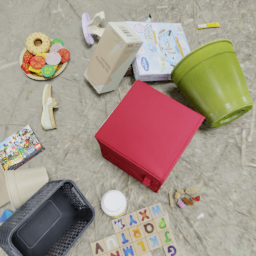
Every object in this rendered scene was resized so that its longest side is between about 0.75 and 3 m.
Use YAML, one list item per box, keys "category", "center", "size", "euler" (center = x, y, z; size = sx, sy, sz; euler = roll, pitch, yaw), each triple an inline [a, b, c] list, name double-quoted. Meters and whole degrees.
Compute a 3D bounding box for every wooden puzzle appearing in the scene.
- category: "wooden puzzle"
  center: [-4.987, 2.185, 10.024]
  size: [1.861, 0.323, 2.759]
  euler: [-27, 73, 3]

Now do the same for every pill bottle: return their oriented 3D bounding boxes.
- category: "pill bottle"
  center: [-0.452, 2.520, 9.293]
  size: [0.824, 1.581, 0.824]
  euler: [0, 70, 0]

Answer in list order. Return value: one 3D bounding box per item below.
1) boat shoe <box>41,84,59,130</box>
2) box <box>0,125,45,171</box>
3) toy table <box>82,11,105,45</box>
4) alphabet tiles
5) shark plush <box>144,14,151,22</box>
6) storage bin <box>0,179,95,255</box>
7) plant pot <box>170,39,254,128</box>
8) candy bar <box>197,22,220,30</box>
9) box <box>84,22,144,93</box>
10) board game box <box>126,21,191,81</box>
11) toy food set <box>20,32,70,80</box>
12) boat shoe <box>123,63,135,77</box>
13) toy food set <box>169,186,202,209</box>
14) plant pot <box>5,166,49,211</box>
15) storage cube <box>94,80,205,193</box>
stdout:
- category: "boat shoe"
  center: [-3.034, -0.828, 11.042]
  size: [0.614, 0.684, 1.848]
  euler: [0, 80, -3]
- category: "box"
  center: [-4.159, 0.809, 10.591]
  size: [1.676, 0.316, 1.145]
  euler: [-36, 74, -12]
- category: "toy table"
  center: [-1.400, -4.352, 12.018]
  size: [0.865, 1.358, 1.478]
  euler: [-11, 81, 13]
- category: "alphabet tiles"
  center: [0.240, 4.105, 9.491]
  size: [2.773, 0.105, 2.318]
  euler: [-19, 72, -7]
- category: "shark plush"
  center: [0.751, -4.779, 12.605]
  size: [0.483, 0.527, 1.160]
  euler: [7, 72, 35]
- category: "storage bin"
  center: [-2.453, 2.954, 8.590]
  size: [2.526, 1.184, 1.708]
  euler: [-45, 110, -40]
- category: "plant pot"
  center: [3.202, -1.421, 10.211]
  size: [2.532, 2.532, 2.438]
  euler: [-21, 71, -7]
- category: "candy bar"
  center: [3.632, -4.626, 12.672]
  size: [1.066, 0.118, 0.266]
  euler: [-8, 67, -3]
- category: "box"
  center: [-0.602, -2.611, 10.598]
  size: [0.972, 2.501, 1.188]
  euler: [-23, 66, -45]
- category: "board game box"
  center: [1.313, -3.195, 11.578]
  size: [2.586, 0.533, 2.593]
  euler: [-5, 69, -19]
- category: "toy food set"
  center: [-3.544, -3.000, 11.866]
  size: [2.102, 0.516, 2.123]
  euler: [18, 71, 6]
- category: "boat shoe"
  center: [0.295, -2.465, 11.620]
  size: [1.767, 0.652, 0.654]
  euler: [-33, 79, -11]
- category: "toy food set"
  center: [2.051, 2.460, 9.841]
  size: [1.136, 0.179, 0.722]
  euler: [-10, 66, 16]
- category: "plant pot"
  center: [-3.395, 1.963, 9.723]
  size: [1.308, 1.429, 1.429]
  euler: [-14, 70, -18]
- category: "storage cube"
  center: [0.698, 0.353, 9.647]
  size: [2.554, 2.428, 2.841]
  euler: [32, 73, 12]
